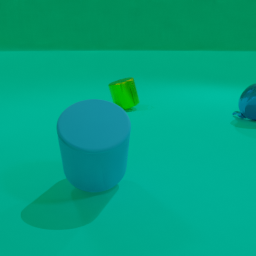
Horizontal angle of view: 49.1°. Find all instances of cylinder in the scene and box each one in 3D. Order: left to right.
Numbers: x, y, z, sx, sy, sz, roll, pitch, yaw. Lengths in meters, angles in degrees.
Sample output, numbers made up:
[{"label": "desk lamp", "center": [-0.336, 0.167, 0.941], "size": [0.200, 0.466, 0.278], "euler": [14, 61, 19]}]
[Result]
[{"label": "cylinder", "center": [-0.481, 0.260, 4.056], "size": [0.984, 0.984, 0.984], "euler": [3, 47, -3]}, {"label": "cylinder", "center": [-0.128, -1.154, 9.388], "size": [0.882, 0.882, 0.882], "euler": [-15, 17, 5]}]

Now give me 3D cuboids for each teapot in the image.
[{"label": "teapot", "center": [3.656, -0.760, 7.929], "size": [1.113, 1.790, 0.877], "euler": [33, 40, -12]}]
